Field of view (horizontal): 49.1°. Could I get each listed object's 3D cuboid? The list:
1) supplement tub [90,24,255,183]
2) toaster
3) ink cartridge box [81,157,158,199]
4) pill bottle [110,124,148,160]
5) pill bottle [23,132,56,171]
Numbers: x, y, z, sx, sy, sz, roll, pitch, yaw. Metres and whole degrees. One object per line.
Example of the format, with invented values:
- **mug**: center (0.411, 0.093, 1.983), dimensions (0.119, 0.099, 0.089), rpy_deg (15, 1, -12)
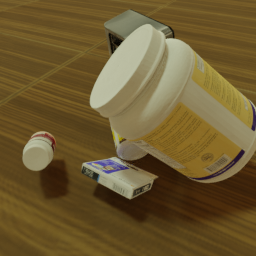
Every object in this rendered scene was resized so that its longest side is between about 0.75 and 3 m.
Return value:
- **supplement tub**: center (0.966, -0.405, 5.731), dimensions (2.982, 2.168, 2.168), rpy_deg (33, 31, -24)
- **toaster**: center (0.442, -2.243, 8.942), dimensions (1.442, 2.198, 2.431), rpy_deg (-32, 50, -20)
- **ink cartridge box**: center (-0.143, 1.033, 6.102), dimensions (1.276, 0.279, 1.288), rpy_deg (21, 12, 27)
- **pill bottle**: center (0.002, -0.015, 7.053), dimensions (0.836, 0.836, 1.530), rpy_deg (-8, 52, -10)
- **pill bottle**: center (-1.943, 0.498, 6.176), dimensions (0.626, 0.626, 1.097), rpy_deg (-6, 15, -8)
